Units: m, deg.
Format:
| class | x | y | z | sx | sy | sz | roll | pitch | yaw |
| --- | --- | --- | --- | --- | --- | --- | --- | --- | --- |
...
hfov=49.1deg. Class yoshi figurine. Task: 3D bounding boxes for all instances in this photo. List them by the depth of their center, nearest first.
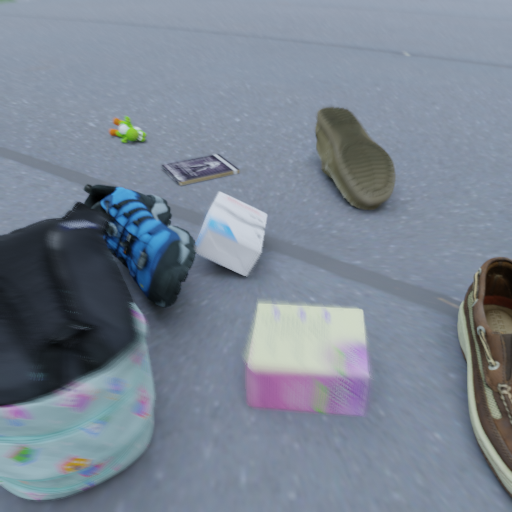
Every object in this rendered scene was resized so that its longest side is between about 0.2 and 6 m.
| class | x | y | z | sx | sy | sz | roll | pitch | yaw |
| --- | --- | --- | --- | --- | --- | --- | --- | --- | --- |
| yoshi figurine | -2.981 | -2.866 | 12.879 | 0.973 | 0.547 | 0.545 | 23 | 54 | 28 |

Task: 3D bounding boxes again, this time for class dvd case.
| class | x | y | z | sx | sy | sz | roll | pitch | yaw |
| --- | --- | --- | --- | --- | --- | --- | --- | --- | --- |
| dvd case | -1.149 | -1.768 | 11.432 | 1.329 | 0.106 | 0.988 | -16 | 35 | -25 |

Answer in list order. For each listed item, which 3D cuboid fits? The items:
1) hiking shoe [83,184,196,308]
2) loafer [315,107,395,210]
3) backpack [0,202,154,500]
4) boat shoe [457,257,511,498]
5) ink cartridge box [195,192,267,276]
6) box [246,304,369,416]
| class | x | y | z | sx | sy | sz | roll | pitch | yaw |
| --- | --- | --- | --- | --- | --- | --- | --- | --- | --- |
| hiking shoe | -1.725 | -0.187 | 7.690 | 1.254 | 1.076 | 2.892 | 18 | 13 | -27 |
| loafer | 1.834 | -1.792 | 10.761 | 1.064 | 0.943 | 2.797 | -4 | 48 | -9 |
| backpack | -2.105 | 0.853 | 5.580 | 2.388 | 1.811 | 2.862 | -26 | 40 | -25 |
| boat shoe | 2.759 | 1.127 | 5.700 | 1.199 | 1.201 | 3.246 | 0 | 32 | 1 |
| ink cartridge box | -0.347 | -0.432 | 8.504 | 0.867 | 0.499 | 1.497 | 25 | 30 | -9 |
| box | 0.575 | 1.126 | 6.276 | 1.254 | 0.606 | 1.103 | 2 | 32 | 5 |
